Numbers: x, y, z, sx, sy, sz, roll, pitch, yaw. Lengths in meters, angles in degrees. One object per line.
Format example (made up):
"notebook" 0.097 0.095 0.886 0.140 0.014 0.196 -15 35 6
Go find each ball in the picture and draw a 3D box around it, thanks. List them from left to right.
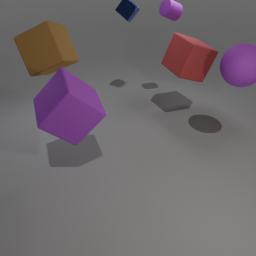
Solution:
"ball" 3.737 -2.039 9.156 1.400 1.400 1.400 0 32 0

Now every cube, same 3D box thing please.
"cube" -2.810 -2.748 9.865 1.400 1.400 1.400 -19 9 16
"cube" -1.736 -0.617 8.228 1.400 1.400 1.400 32 22 -41
"cube" -0.009 -4.990 11.813 0.700 0.700 0.700 40 18 -3
"cube" 2.499 -2.880 11.497 1.400 1.400 1.400 3 34 -35

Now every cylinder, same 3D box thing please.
"cylinder" 1.759 -4.842 11.474 0.700 0.700 0.700 6 24 -37
